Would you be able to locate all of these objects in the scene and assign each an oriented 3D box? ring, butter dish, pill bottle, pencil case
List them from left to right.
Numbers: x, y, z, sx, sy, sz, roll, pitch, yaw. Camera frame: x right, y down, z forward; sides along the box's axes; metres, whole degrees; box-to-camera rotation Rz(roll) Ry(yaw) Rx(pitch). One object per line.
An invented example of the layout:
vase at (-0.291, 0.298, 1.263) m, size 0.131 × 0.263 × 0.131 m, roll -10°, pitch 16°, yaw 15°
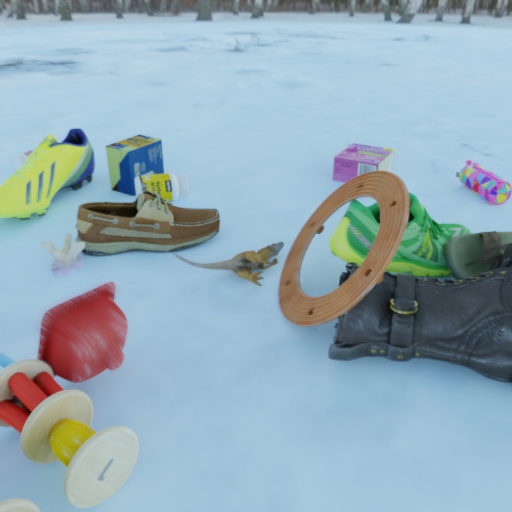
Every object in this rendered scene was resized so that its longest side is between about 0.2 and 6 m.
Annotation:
pill bottle at (-5.774, -2.449, 14.226) m, size 0.396 × 0.396 × 0.698 m, roll 15°, pitch 32°, yaw 26°
butter dish at (-1.956, 1.065, 6.750) m, size 0.850 × 1.147 × 1.150 m, roll 29°, pitch 30°, yaw 22°
pill bottle at (-2.056, -1.481, 12.211) m, size 1.097 × 0.611 × 0.611 m, roll -9°, pitch 30°, yaw -16°
ring at (1.242, -0.105, 8.183) m, size 0.250 × 2.611 × 2.611 m, roll 32°, pitch 19°, yaw -23°
pencil case at (5.085, -1.641, 12.529) m, size 0.625 × 0.625 × 1.414 m, roll -6°, pitch 30°, yaw -11°

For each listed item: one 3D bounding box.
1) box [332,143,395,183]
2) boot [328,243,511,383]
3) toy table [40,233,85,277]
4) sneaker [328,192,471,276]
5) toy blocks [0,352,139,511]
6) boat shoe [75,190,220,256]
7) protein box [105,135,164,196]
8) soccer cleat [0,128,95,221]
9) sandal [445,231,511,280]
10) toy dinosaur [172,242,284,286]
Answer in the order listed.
box at (2.609, -2.192, 13.512) m, size 1.120 × 0.616 × 1.274 m, roll 15°, pitch 31°, yaw 26°
boot at (2.594, 0.499, 7.925) m, size 2.828 × 1.124 × 3.248 m, roll 11°, pitch 35°, yaw 18°
toy table at (-3.305, -0.028, 9.661) m, size 0.740 × 0.472 × 0.805 m, roll -5°, pitch 30°, yaw -9°
sneaker at (2.608, -0.387, 9.243) m, size 2.973 × 1.243 × 1.101 m, roll 0°, pitch 28°, yaw -32°
toy blocks at (-2.695, 1.889, 5.689) m, size 2.363 × 0.858 × 1.970 m, roll 22°, pitch 35°, yaw 35°
boat shoe at (-1.976, -0.653, 10.268) m, size 2.648 × 0.978 × 1.002 m, roll -8°, pitch 29°, yaw -14°
protein box at (-2.749, -2.093, 12.845) m, size 0.729 × 1.073 × 1.080 m, roll 17°, pitch 33°, yaw 29°
soccer cleat at (-4.604, -1.805, 11.938) m, size 1.099 × 1.422 × 3.399 m, roll 7°, pitch 29°, yaw 14°
sandal at (3.916, -0.100, 9.248) m, size 2.098 × 0.833 × 0.599 m, roll -14°, pitch -12°, yaw -28°
toy dinosaur at (-0.288, 0.151, 9.412) m, size 1.967 × 0.594 × 1.045 m, roll -8°, pitch 11°, yaw -30°
